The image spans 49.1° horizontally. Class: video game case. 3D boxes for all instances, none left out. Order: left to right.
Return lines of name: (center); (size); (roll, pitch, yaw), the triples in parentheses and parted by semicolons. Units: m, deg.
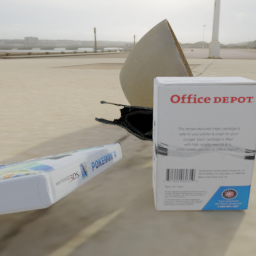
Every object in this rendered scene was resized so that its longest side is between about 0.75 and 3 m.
video game case: (-1.496, 0.601, 3.229); (2.473, 0.272, 2.254); (-11, 0, 12)

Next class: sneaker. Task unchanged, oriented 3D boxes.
sneaker: (0.557, 0.022, 5.181); (2.210, 0.664, 1.153); (20, 4, 5)

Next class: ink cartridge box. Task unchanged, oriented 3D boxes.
ink cartridge box: (1.019, 0.199, 3.950); (1.311, 1.796, 0.757); (0, 18, 1)

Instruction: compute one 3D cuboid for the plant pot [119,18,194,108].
plant pot: (0.885, -1.447, 8.392); (1.928, 2.871, 2.871); (-24, 10, 19)
